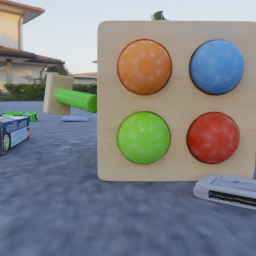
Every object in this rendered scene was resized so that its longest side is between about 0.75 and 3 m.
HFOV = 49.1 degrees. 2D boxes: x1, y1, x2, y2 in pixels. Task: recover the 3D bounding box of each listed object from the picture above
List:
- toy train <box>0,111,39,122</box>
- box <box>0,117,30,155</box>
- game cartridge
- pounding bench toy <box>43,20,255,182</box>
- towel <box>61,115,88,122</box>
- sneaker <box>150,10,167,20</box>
[{"bbox_3d":[-4.094,-0.422,10.422,1.767,0.369,0.498,3,18,26],"label":"toy train"},{"bbox_3d":[-3.378,0.102,5.077,2.694,0.508,1.840,-1,7,-6],"label":"box"},{"bbox_3d":[1.057,0.585,2.604,0.764,0.156,0.508,5,12,33],"label":"game cartridge"},{"bbox_3d":[-0.002,-0.357,3.796,2.784,1.729,2.171,0,7,-1],"label":"pounding bench toy"},{"bbox_3d":[-2.010,-0.334,10.622,0.965,0.159,1.333,1,8,-10],"label":"towel"},{"bbox_3d":[0.943,-2.629,7.247,0.384,0.856,0.287,-21,29,27],"label":"sneaker"}]
